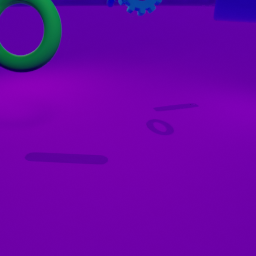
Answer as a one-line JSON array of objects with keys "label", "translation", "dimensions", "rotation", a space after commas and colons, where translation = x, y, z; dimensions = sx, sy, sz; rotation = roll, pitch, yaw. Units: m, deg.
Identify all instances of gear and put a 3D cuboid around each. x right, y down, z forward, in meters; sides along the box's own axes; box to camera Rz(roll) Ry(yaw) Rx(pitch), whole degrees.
[{"label": "gear", "translation": [0.408, -4.850, 9.801], "dimensions": [1.686, 1.686, 0.312], "rotation": [-8, 6, -16]}]

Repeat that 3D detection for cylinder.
[{"label": "cylinder", "translation": [1.475, -1.659, 3.229], "dimensions": [0.832, 0.832, 0.832], "rotation": [9, 27, 14]}]

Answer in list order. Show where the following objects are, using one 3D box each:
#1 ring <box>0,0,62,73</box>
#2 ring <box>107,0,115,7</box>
[{"label": "ring", "translation": [-2.616, -2.379, 6.775], "dimensions": [2.048, 2.048, 0.410], "rotation": [2, 8, 4]}, {"label": "ring", "translation": [-0.377, -4.150, 8.317], "dimensions": [0.221, 1.107, 1.107], "rotation": [18, 24, -10]}]
